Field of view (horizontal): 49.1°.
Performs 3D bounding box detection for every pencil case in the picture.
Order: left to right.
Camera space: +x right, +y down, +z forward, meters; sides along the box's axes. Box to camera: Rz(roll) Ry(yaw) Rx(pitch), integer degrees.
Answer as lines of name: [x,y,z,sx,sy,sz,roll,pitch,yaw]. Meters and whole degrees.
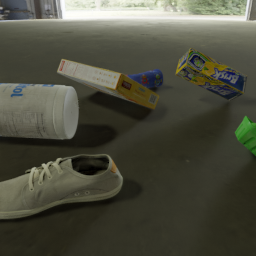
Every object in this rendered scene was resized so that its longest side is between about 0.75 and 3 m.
pencil case: [0.465,-1.849,11.066,1.871,0.730,0.812,-15,6,-26]

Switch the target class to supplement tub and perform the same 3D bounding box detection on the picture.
supplement tub: [-2.517,-0.441,7.337,2.160,1.425,1.425,2,26,5]

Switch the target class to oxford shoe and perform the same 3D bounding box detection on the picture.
oxford shoe: [-1.450,0.975,5.152,2.739,0.791,1.030,-8,30,-12]

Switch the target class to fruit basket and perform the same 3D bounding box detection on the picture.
fruit basket: [3.113,0.126,6.284,1.101,1.101,0.794,5,23,10]

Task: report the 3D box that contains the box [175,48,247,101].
box: [2.865,-1.797,9.614,2.301,0.740,0.806,22,-21,-12]

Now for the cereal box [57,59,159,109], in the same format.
cereal box: [-0.684,-1.490,9.431,2.964,0.586,2.132,22,2,40]
